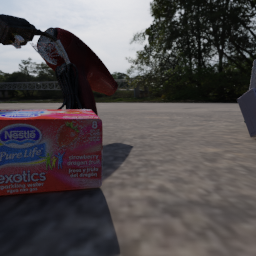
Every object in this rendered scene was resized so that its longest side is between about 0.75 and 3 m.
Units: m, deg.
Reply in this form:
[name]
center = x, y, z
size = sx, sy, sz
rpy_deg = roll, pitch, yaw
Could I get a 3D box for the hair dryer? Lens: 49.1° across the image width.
[hair dryer]
center = -0.939, -0.739, 4.867
size = 0.773, 2.166, 2.844
rpy_deg = -26, 4, 24

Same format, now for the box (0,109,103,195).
[box]
center = -0.897, 0.169, 2.421
size = 1.292, 0.617, 0.644
rpy_deg = -1, 11, -15

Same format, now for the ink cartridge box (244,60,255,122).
[ink cartridge box]
center = 4.060, -0.823, 7.003
size = 2.180, 1.591, 0.916
rpy_deg = -3, 13, -32

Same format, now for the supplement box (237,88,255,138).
[supplement box]
center = 3.039, -0.309, 5.530
size = 1.585, 0.863, 0.483
rpy_deg = -3, -22, -22
